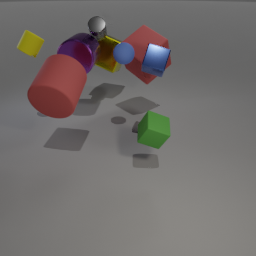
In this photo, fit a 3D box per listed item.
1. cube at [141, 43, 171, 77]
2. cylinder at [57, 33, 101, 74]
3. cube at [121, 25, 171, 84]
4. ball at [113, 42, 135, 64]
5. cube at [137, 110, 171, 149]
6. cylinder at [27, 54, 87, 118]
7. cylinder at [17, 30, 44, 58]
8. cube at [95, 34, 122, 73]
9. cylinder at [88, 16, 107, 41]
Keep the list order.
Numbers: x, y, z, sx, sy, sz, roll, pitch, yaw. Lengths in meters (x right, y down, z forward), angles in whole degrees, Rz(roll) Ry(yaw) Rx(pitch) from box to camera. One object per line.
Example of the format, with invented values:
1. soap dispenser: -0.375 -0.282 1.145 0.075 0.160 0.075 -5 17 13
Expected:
1. cube: 0.850 -2.071 8.645 0.700 0.700 0.700 18 -5 2
2. cylinder: -1.869 -2.858 10.861 1.400 1.400 1.400 3 28 6
3. cube: 0.693 -2.897 11.116 1.400 1.400 1.400 -41 60 -9
4. ball: -0.135 -2.446 9.194 0.700 0.700 0.700 0 28 0
5. cube: 0.727 0.058 7.970 0.700 0.700 0.700 18 46 -16
6. cylinder: -2.090 -1.246 8.439 1.400 1.400 1.400 5 51 10
7. cylinder: -3.407 -2.941 9.806 0.700 0.700 0.700 30 10 -6
8. cube: -0.920 -3.590 13.320 1.400 1.400 1.400 25 19 2
9. cylinder: -1.216 -3.962 11.197 0.700 0.700 0.700 1 -8 1
